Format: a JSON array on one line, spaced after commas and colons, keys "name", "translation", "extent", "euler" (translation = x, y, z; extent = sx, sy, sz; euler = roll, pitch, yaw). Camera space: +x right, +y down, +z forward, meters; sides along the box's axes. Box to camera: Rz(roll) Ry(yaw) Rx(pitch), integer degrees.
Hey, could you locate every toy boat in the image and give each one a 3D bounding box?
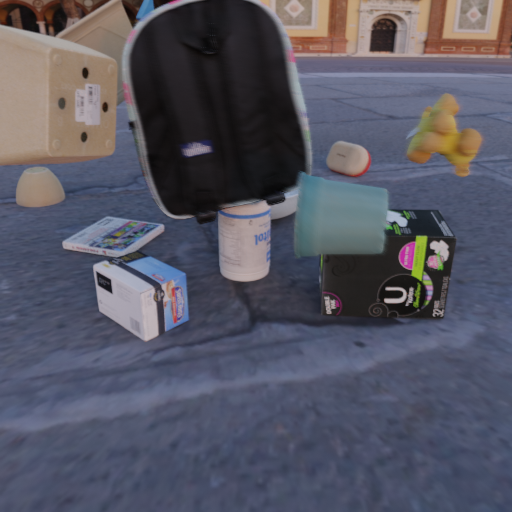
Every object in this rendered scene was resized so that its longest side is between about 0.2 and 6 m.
[{"name": "toy boat", "translation": [2.754, -2.721, 16.159], "extent": [0.892, 0.890, 1.364], "euler": [18, 7, -43]}]

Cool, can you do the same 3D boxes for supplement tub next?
[{"name": "supplement tub", "translation": [-0.212, -0.370, 10.075], "extent": [0.943, 1.429, 0.943], "euler": [-1, 25, 0]}]

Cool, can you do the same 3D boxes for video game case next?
[{"name": "video game case", "translation": [-2.933, -0.406, 11.663], "extent": [1.450, 0.183, 1.592], "euler": [9, 25, 18]}]

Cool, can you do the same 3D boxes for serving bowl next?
[{"name": "serving bowl", "translation": [0.071, -1.329, 12.991], "extent": [2.256, 0.742, 2.256], "euler": [-1, 24, 0]}]

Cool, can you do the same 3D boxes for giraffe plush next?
[{"name": "giraffe plush", "translation": [3.506, -2.055, 10.165], "extent": [1.179, 1.254, 1.453], "euler": [28, 4, -4]}]

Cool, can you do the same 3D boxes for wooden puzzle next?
[{"name": "wooden puzzle", "translation": [-2.855, -3.680, 10.547], "extent": [0.328, 1.895, 2.809], "euler": [21, 49, 33]}]

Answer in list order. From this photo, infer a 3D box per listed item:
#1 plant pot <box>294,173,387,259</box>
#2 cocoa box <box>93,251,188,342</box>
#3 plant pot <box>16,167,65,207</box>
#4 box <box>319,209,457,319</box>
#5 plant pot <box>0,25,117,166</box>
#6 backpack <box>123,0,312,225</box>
[{"name": "plant pot", "translation": [1.030, -0.458, 6.771], "extent": [1.030, 1.051, 1.051], "euler": [4, 25, 9]}, {"name": "cocoa box", "translation": [-1.777, 0.573, 8.680], "extent": [1.294, 0.863, 0.849], "euler": [22, 33, 39]}, {"name": "plant pot", "translation": [-5.401, -1.765, 13.909], "extent": [1.159, 0.778, 1.159], "euler": [0, 24, 0]}, {"name": "box", "translation": [2.010, 0.097, 9.025], "extent": [1.953, 1.450, 1.214], "euler": [2, 25, 4]}, {"name": "plant pot", "translation": [-3.023, -2.132, 7.690], "extent": [1.742, 1.965, 1.967], "euler": [11, 15, 24]}, {"name": "backpack", "translation": [-0.651, -2.432, 8.843], "extent": [2.748, 3.096, 2.331], "euler": [-14, 27, -2]}]
